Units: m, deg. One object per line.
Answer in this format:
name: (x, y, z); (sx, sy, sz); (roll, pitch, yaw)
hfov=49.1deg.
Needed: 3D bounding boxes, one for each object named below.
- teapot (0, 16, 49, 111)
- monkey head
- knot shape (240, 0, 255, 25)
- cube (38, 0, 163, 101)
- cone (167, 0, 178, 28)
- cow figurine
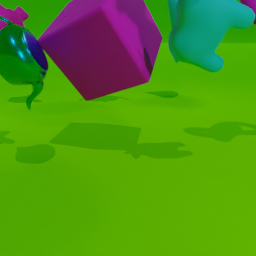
teapot: (-1.582, -0.949, 4.028); (0.689, 1.408, 0.875); (-23, 14, 6)
monkey head: (-3.375, -3.155, 8.204); (1.196, 1.662, 1.002); (-55, 23, -17)
knot shape: (2.707, -2.390, 4.351); (1.944, 2.078, 0.960); (-29, 56, 12)
cube: (-0.391, -1.538, 4.873); (1.377, 1.377, 1.377); (-12, 42, 32)
cone: (1.565, -3.838, 8.793); (1.260, 1.265, 1.260); (-37, 20, 16)
cow figurine: (0.855, -1.584, 3.661); (1.514, 1.538, 0.844); (15, 33, -20)
